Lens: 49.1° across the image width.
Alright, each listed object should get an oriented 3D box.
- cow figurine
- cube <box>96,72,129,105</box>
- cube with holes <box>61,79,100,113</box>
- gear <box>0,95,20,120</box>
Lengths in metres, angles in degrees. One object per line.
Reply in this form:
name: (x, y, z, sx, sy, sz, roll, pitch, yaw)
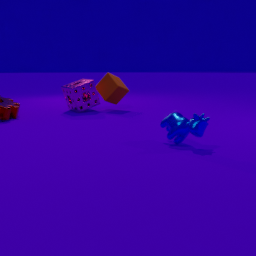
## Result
cow figurine: (1.143, -0.084, 5.620, 0.485, 0.869, 0.884, 30, 23, -37)
cube: (-0.578, -1.424, 10.231, 0.762, 0.762, 0.762, 54, 21, 26)
cube with holes: (-1.691, -1.170, 10.018, 0.899, 0.899, 0.899, -27, 25, -27)
gear: (-4.379, -0.749, 8.494, 2.034, 0.376, 2.034, 17, 11, -3)
